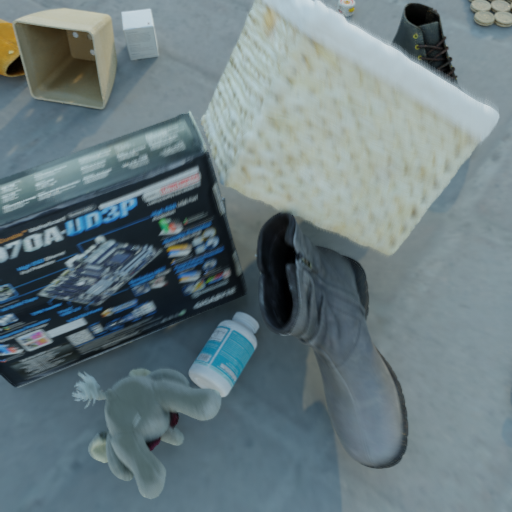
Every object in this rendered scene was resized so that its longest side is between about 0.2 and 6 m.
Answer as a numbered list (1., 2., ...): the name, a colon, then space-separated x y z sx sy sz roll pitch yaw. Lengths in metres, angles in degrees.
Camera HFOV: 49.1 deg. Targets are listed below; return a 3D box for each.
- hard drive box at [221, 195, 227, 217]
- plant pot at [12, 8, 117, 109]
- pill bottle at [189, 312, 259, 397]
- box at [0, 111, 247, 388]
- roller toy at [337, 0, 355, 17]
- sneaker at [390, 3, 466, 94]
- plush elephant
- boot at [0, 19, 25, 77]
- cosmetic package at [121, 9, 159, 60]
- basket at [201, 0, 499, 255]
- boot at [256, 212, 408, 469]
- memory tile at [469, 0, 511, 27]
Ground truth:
1. hard drive box: -1.553 -0.903 9.152 1.379 0.679 1.769 -37 65 -21
2. plant pot: -3.464 -3.926 10.744 1.528 1.526 1.353 10 45 6
3. pill bottle: -0.395 1.327 7.732 0.620 0.620 1.118 26 61 16
4. box: -2.031 0.091 7.003 3.541 2.815 0.815 -22 52 -6
5. roller toy: 1.995 -5.517 12.403 0.376 0.288 0.412 8 57 5
6. sneaker: 3.236 -3.309 10.253 1.029 1.461 2.751 -22 59 -14
7. plush elephant: -1.381 2.029 6.912 1.660 1.286 1.367 25 70 13
8. boot: -5.499 -3.917 11.012 1.723 0.847 2.407 35 58 23
9. cosmetic package: -2.375 -4.536 11.491 0.616 0.736 0.612 -9 57 -6
10. basket: 1.047 -1.942 7.754 2.906 2.337 2.880 19 25 -22
11. boot: 0.785 1.072 6.874 1.047 1.976 3.001 -29 59 25
12. memory tile: 5.438 -5.703 12.614 1.323 0.145 1.726 1 56 1
